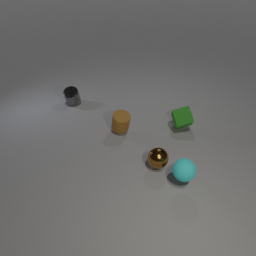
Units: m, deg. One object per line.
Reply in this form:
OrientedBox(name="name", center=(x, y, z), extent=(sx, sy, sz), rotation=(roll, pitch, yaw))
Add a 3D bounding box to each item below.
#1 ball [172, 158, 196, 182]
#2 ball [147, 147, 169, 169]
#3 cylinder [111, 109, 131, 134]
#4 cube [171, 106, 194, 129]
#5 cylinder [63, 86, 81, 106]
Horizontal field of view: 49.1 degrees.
OrientedBox(name="ball", center=(1.678, 1.254, 8.334), extent=(0.700, 0.700, 0.700), rotation=(0, 32, 0))
OrientedBox(name="ball", center=(0.988, 0.988, 9.210), extent=(0.700, 0.700, 0.700), rotation=(0, 32, 0))
OrientedBox(name="cylinder", center=(-0.279, -0.250, 11.034), extent=(0.700, 0.700, 0.700), rotation=(5, 49, -5))
OrientedBox(name="cube", center=(2.186, -0.411, 11.277), extent=(0.700, 0.700, 0.700), rotation=(-17, -9, 3))
OrientedBox(name="cylinder", center=(-2.619, -1.486, 13.147), extent=(0.700, 0.700, 0.700), rotation=(-2, 61, 3))
